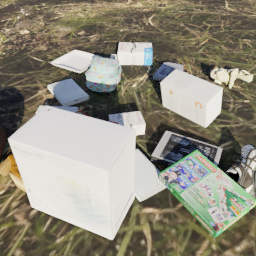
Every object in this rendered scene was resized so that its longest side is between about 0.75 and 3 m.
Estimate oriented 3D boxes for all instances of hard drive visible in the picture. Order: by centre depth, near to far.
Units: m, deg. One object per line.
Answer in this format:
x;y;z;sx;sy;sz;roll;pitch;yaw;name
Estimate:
0.377;1.553;9.626;1.222;0.243;1.852;-22;45;-26;hard drive
-2.986;-1.787;13.918;1.333;0.270;2.021;-22;43;-26;hard drive

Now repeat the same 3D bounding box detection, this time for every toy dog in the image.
4.968;-2.841;14.740;1.327;0.926;1.286;20;48;30;toy dog

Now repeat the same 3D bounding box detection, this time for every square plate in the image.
-2.981;-3.920;16.592;2.267;0.322;2.246;21;42;24;square plate

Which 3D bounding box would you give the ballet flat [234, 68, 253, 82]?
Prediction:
6.040;-2.971;15.224;1.560;0.542;0.542;28;46;31;ballet flat

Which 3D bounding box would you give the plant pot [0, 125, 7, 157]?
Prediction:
-5.289;0.747;9.328;2.426;2.426;2.596;4;22;6;plant pot

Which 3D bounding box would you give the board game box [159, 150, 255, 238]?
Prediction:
2.373;1.885;8.656;1.679;0.363;2.495;-27;47;-21;board game box

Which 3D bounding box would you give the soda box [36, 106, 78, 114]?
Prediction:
-3.038;-0.573;12.146;1.720;0.547;0.586;3;38;3;soda box

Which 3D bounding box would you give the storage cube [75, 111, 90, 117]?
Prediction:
-1.769;0.409;10.241;1.294;1.360;1.513;28;45;31;storage cube

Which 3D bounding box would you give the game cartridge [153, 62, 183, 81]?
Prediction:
2.304;-3.048;15.464;1.294;0.397;1.944;14;40;22;game cartridge

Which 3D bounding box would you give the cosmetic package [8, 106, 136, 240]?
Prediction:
-1.389;1.233;7.940;2.849;2.858;1.757;15;39;18;cosmetic package

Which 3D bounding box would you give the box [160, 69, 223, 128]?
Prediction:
2.718;-1.323;12.160;2.374;1.476;1.157;33;63;34;box

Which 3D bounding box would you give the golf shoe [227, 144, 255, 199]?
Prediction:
3.902;1.305;9.501;1.048;0.863;2.219;7;39;11;golf shoe

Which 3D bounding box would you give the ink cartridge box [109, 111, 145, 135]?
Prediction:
-0.053;-0.143;11.579;1.358;0.563;0.997;-7;39;-9;ink cartridge box

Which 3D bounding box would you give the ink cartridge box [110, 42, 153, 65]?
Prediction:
0.165;-4.491;16.880;2.543;0.863;1.475;1;38;1;ink cartridge box

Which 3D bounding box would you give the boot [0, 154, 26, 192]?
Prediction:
-3.369;1.272;9.598;2.083;0.733;1.492;21;48;33;boot

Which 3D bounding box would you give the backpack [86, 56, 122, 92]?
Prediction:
-1.262;-2.692;14.152;1.690;1.474;1.923;12;45;6;backpack

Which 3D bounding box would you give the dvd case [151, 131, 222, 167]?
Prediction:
2.179;0.963;10.282;2.260;0.280;1.699;17;39;18;dvd case
